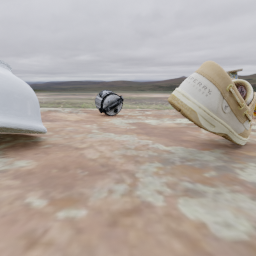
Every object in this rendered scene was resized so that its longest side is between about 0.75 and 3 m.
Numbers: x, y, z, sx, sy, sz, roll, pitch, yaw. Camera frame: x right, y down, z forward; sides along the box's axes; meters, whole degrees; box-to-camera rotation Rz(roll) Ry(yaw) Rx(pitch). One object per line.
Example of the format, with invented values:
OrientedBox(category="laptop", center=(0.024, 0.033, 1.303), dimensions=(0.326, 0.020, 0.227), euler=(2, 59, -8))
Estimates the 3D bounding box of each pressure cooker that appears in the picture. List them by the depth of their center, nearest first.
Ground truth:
OrientedBox(category="pressure cooker", center=(-0.685, -0.939, 10.617), dimensions=(0.914, 0.900, 1.023), euler=(16, 9, -31))

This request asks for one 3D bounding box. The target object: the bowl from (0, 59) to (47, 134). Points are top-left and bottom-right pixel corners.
OrientedBox(category="bowl", center=(-3.054, -0.635, 5.377), dimensions=(2.990, 1.344, 2.990), euler=(2, -5, 0))

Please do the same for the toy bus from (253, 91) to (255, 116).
OrientedBox(category="toy bus", center=(4.626, -0.716, 9.661), dimensions=(1.069, 0.726, 1.026), euler=(0, -35, -2))

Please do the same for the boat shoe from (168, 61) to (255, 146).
OrientedBox(category="boat shoe", center=(1.759, -0.389, 4.849), dimensions=(1.033, 0.969, 2.801), euler=(45, 19, 29))

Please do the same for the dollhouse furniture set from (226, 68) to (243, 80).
OrientedBox(category="dollhouse furniture set", center=(2.766, -0.885, 7.890), dimensions=(1.569, 1.376, 1.043), euler=(-14, 8, -16))
